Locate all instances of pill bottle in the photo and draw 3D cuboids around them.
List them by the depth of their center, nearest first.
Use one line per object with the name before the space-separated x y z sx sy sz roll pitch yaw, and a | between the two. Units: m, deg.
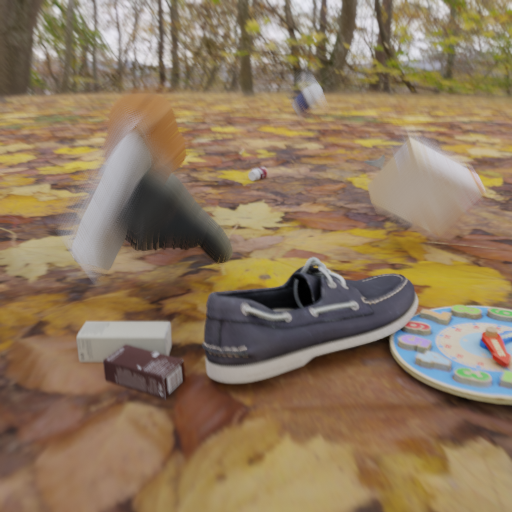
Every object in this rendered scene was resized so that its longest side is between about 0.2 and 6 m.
pill bottle | 0.937 -2.881 10.228 0.342 0.342 0.616 -12 -10 -28
pill bottle | 0.052 -2.407 16.548 0.333 0.333 0.583 15 25 34

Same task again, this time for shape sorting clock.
shape sorting clock | 2.909 1.118 7.002 2.407 0.472 2.407 0 20 0

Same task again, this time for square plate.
square plate | -1.964 -0.731 7.860 0.266 1.852 1.869 24 -5 1

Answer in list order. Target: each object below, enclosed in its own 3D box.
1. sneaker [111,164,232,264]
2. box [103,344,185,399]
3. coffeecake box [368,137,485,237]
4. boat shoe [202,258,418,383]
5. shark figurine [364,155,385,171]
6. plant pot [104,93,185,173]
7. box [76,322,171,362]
sneaker | -1.287 -0.320 8.668 1.133 2.133 0.798 -51 41 -12
box | -1.321 1.351 6.613 0.871 0.326 0.436 8 22 24
coffeecake box | 3.172 -1.258 10.516 1.654 1.269 0.604 23 39 -18
boat shoe | 0.842 0.592 7.265 3.445 1.080 1.251 -15 11 -33
shark figurine | 3.422 -1.858 14.581 0.639 1.532 0.915 -31 40 30
plant pot | -2.010 -2.219 9.984 1.459 1.021 1.459 2 43 -2
box | -1.675 1.099 7.177 1.120 0.383 0.460 1 21 2
